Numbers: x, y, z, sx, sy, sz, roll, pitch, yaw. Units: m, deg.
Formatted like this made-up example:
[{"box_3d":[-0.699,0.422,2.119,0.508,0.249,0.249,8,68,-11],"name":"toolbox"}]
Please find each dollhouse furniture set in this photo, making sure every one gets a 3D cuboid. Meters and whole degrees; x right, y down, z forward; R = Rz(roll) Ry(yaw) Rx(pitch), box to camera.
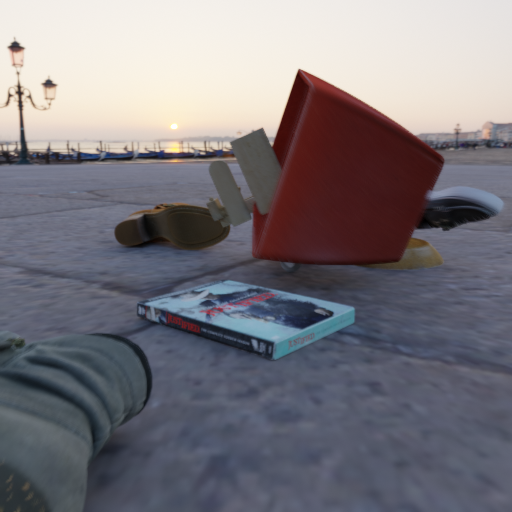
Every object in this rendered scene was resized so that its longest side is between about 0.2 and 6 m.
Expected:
[{"box_3d":[-0.190,-1.114,8.083,1.231,1.054,1.294,-22,10,11],"name":"dollhouse furniture set"}]

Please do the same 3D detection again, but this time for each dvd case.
[{"box_3d":[-0.121,0.568,5.603,1.795,0.198,1.311,9,14,40],"name":"dvd case"}]

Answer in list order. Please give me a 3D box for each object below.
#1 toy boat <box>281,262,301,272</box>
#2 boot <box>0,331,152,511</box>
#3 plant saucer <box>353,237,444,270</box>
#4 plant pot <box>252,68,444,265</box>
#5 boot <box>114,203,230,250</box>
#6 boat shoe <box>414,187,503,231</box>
[{"box_3d":[0.487,-0.211,8.220,1.137,0.628,1.352,35,7,-18],"name":"toy boat"},{"box_3d":[-2.222,0.850,2.530,3.286,1.113,2.147,7,7,-5],"name":"boot"},{"box_3d":[2.052,-0.092,8.635,1.621,0.287,1.621,0,11,0],"name":"plant saucer"},{"box_3d":[1.088,-0.983,7.002,1.785,2.023,2.025,16,22,-7],"name":"plant pot"},{"box_3d":[-1.322,-0.592,10.041,2.076,0.796,1.612,-9,12,14],"name":"boot"},{"box_3d":[2.721,-0.616,8.141,0.642,0.530,1.871,28,-8,-24],"name":"boat shoe"}]
